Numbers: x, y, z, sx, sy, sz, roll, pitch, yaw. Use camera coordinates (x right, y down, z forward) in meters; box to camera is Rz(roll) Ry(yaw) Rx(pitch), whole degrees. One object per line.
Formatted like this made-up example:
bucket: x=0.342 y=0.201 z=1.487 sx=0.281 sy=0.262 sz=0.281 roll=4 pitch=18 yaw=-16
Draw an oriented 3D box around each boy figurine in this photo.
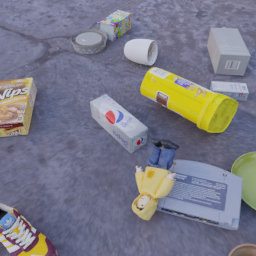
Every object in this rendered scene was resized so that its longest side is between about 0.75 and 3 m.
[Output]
boy figurine: x=0.630 y=1.320 z=7.339 sx=1.295 sy=0.671 sz=2.084 roll=12 pitch=77 yaw=46

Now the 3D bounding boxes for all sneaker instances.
sneaker: x=-2.681 y=2.563 z=6.745 sx=2.213 sy=0.997 sz=0.829 roll=23 pitch=50 yaw=21

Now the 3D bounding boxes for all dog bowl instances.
dog bowl: x=-1.903 y=-4.233 z=13.775 sx=1.781 sy=0.522 sz=1.781 roll=0 pitch=45 yaw=0

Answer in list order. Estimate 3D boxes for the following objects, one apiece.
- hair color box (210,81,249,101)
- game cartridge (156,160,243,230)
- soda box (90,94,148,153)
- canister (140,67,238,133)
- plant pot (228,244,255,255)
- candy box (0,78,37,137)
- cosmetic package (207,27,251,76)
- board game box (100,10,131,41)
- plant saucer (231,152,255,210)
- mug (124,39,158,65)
hair color box: x=3.998 y=-1.478 z=11.137 sx=1.369 sy=0.415 sz=0.678 roll=5 pitch=46 yaw=6
game cartridge: x=1.846 y=1.706 z=7.742 sx=2.415 sy=0.494 sz=1.608 roll=11 pitch=59 yaw=16
soda box: x=-0.352 y=-0.202 z=9.623 sx=0.731 sy=0.787 sz=2.305 roll=-30 pitch=53 yaw=-26
canister: x=2.067 y=-1.015 z=9.687 sx=2.822 sy=1.221 sz=2.096 roll=33 pitch=18 yaw=32
plant pot: x=2.786 y=3.347 z=6.263 sx=1.287 sy=0.594 sz=1.287 roll=0 pitch=45 yaw=0
candy box: x=-4.291 y=-0.804 z=10.261 sx=1.456 sy=0.698 sz=2.522 roll=-5 pitch=46 yaw=-3
cosmetic package: x=4.485 y=-3.526 z=12.712 sx=1.339 sy=1.130 sz=2.506 roll=4 pitch=43 yaw=3
board game box: x=-0.631 y=-5.389 z=14.671 sx=0.877 sy=0.862 sz=1.673 roll=24 pitch=50 yaw=22
plant saucer: x=4.098 y=1.650 z=8.110 sx=2.248 sy=0.349 sz=2.248 roll=0 pitch=46 yaw=0
mug: x=0.626 y=-3.496 z=12.793 sx=1.291 sy=1.087 sz=1.472 roll=16 pitch=17 yaw=26
